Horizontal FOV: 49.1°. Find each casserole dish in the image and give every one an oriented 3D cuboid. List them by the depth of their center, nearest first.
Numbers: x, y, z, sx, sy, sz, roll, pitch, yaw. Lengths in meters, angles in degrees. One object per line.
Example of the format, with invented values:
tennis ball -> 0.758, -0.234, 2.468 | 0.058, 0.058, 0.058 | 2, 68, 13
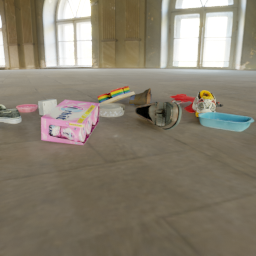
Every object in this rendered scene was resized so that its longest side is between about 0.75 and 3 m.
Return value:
casserole dish -> 3.677, -0.246, 10.669 | 2.063, 0.400, 1.250 | 12, 19, 36

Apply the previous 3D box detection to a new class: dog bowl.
dog bowl -> -0.794, -0.812, 12.724 | 1.367, 0.401, 1.367 | 1, 15, 0

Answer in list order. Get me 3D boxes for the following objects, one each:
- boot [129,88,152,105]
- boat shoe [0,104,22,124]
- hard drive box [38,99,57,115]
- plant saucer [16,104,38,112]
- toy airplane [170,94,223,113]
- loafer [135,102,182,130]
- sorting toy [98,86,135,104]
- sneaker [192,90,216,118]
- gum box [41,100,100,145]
boot -> 0.664, -1.683, 15.047 | 1.130, 0.871, 2.331 | 3, 17, 1
boat shoe -> -5.183, -0.635, 11.510 | 1.952, 0.692, 0.704 | 6, 16, 20
hard drive box -> -3.675, -0.971, 12.865 | 0.312, 0.633, 0.813 | 9, 17, 32
plant saucer -> -4.856, -0.947, 13.502 | 0.992, 0.252, 0.992 | 1, 16, 0
toy airplane -> 3.485, -1.388, 14.538 | 2.996, 0.551, 2.996 | -1, 16, 0
loafer -> 0.997, -0.487, 10.184 | 0.872, 0.996, 2.771 | 7, 2, -15
sorting toy -> -0.731, -1.648, 14.382 | 1.584, 0.551, 1.575 | -17, 5, 33
sneaker -> 3.552, -1.198, 12.713 | 1.033, 1.090, 2.653 | 4, 16, 5
gum box -> -1.859, -0.238, 9.416 | 1.340, 0.781, 2.362 | 7, 21, 5
